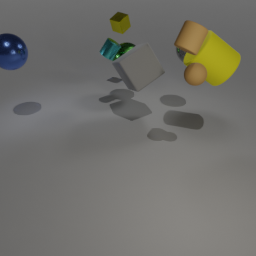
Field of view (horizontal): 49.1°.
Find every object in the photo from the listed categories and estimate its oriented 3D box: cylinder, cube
[{"bbox_3d":[-0.763,-3.402,12.096,0.700,0.700,0.700,31,24,-15],"label":"cylinder"},{"bbox_3d":[1.719,-2.453,7.642,0.700,0.700,0.700,24,12,-6],"label":"cylinder"},{"bbox_3d":[-0.384,-5.252,13.997,0.700,0.700,0.700,28,66,30],"label":"cube"},{"bbox_3d":[2.927,-2.428,9.841,1.400,1.400,1.400,32,26,-15],"label":"cylinder"},{"bbox_3d":[0.398,-2.498,11.557,1.400,1.400,1.400,-36,19,-5],"label":"cube"}]

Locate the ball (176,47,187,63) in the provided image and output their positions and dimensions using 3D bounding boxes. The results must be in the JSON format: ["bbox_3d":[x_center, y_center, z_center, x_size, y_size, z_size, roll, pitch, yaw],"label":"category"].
[{"bbox_3d":[2.721,-3.388,11.813,1.400,1.400,1.400,0,30,0],"label":"ball"}]

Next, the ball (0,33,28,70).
[{"bbox_3d":[-4.638,-2.965,10.935,1.400,1.400,1.400,0,30,0],"label":"ball"}]

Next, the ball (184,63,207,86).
[{"bbox_3d":[2.064,-1.645,8.571,0.700,0.700,0.700,0,30,0],"label":"ball"}]

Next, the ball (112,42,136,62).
[{"bbox_3d":[-0.062,-3.334,13.280,1.400,1.400,1.400,0,30,0],"label":"ball"}]
